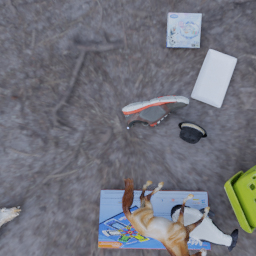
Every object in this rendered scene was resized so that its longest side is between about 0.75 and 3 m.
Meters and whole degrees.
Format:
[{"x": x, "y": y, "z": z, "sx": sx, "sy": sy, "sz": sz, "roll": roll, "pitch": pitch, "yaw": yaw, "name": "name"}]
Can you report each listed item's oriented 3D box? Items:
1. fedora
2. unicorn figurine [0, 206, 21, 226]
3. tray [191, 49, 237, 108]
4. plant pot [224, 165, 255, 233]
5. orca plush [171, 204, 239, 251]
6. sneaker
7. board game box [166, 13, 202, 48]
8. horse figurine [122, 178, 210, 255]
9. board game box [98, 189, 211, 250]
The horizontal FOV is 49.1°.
[{"x": 1.731, "y": 0.175, "z": 7.765, "sx": 0.873, "sy": 0.873, "sz": 0.399, "roll": 28, "pitch": 72, "yaw": 6, "name": "fedora"}, {"x": -3.562, "y": 2.457, "z": 7.277, "sx": 1.203, "sy": 0.647, "sz": 1.751, "roll": 20, "pitch": 108, "yaw": -16, "name": "unicorn figurine"}, {"x": 2.619, "y": -1.508, "z": 8.547, "sx": 0.932, "sy": 0.193, "sz": 1.736, "roll": 22, "pitch": 78, "yaw": 6, "name": "tray"}, {"x": 3.377, "y": 1.666, "z": 6.966, "sx": 1.407, "sy": 1.543, "sz": 1.551, "roll": -27, "pitch": 79, "yaw": 35, "name": "plant pot"}, {"x": 1.837, "y": 2.292, "z": 6.934, "sx": 1.913, "sy": 0.680, "sz": 1.007, "roll": 16, "pitch": 108, "yaw": -9, "name": "orca plush"}, {"x": 0.830, "y": -0.444, "z": 8.071, "sx": 1.906, "sy": 0.735, "sz": 0.781, "roll": -10, "pitch": 103, "yaw": 11, "name": "sneaker"}, {"x": 1.727, "y": -3.010, "z": 8.682, "sx": 1.019, "sy": 0.221, "sz": 1.014, "roll": 2, "pitch": 100, "yaw": -1, "name": "board game box"}, {"x": 0.731, "y": 1.945, "z": 6.065, "sx": 2.252, "sy": 0.562, "sz": 1.492, "roll": 23, "pitch": 58, "yaw": 19, "name": "horse figurine"}, {"x": 0.698, "y": 2.434, "z": 7.516, "sx": 2.922, "sy": 0.284, "sz": 1.504, "roll": 1, "pitch": 73, "yaw": 1, "name": "board game box"}]
